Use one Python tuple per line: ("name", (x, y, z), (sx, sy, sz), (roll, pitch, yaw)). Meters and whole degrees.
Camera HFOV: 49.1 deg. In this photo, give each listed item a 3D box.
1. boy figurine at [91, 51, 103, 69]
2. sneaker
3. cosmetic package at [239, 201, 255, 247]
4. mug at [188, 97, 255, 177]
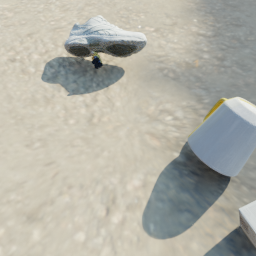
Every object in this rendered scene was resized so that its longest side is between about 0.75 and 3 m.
("boy figurine", (-1.071, -2.308, 9.436), (0.320, 0.617, 0.992), (-30, 27, 3))
("sneaker", (-0.767, -3.301, 9.735), (2.908, 1.133, 1.445), (3, 75, 9))
("cosmetic package", (2.885, 1.938, 5.753), (0.900, 0.742, 0.742), (-26, 41, -1))
("mug", (2.365, -0.013, 6.774), (1.477, 1.514, 1.844), (4, 38, -42))
